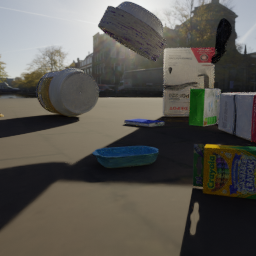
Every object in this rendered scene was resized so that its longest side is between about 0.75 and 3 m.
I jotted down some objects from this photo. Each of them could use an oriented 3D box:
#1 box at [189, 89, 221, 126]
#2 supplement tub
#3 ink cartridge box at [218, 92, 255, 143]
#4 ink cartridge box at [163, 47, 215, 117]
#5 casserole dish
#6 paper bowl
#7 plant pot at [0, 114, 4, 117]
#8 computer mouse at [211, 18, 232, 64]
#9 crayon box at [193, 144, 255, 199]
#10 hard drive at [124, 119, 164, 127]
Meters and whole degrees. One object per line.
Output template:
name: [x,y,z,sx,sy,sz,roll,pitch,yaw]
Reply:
box: [2.620,-0.727,9.594,1.097,1.243,0.601,-6,11,-45]
supplement tub: [-2.831,-1.650,13.008,2.146,2.146,2.973,-5,9,-33]
ink cartridge box: [3.665,-0.323,6.971,1.929,1.124,2.664,0,8,-3]
ink cartridge box: [2.641,-1.979,12.408,2.158,2.963,1.256,1,10,7]
casserole dish: [-0.029,0.463,4.551,1.103,0.214,0.668,-2,8,-21]
paper bowl: [0.273,-3.693,10.476,2.586,1.345,2.586,28,9,-5]
plant pot: [-6.134,-0.570,12.654,0.954,0.131,0.954,0,8,0]
computer mouse: [3.081,-2.835,9.053,0.378,1.434,0.993,11,-9,-1]
crayon box: [1.157,0.481,3.151,0.860,0.541,0.222,2,8,20]
hard drive: [0.555,-0.190,9.685,0.777,0.149,1.178,-7,10,-43]
